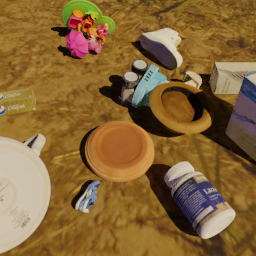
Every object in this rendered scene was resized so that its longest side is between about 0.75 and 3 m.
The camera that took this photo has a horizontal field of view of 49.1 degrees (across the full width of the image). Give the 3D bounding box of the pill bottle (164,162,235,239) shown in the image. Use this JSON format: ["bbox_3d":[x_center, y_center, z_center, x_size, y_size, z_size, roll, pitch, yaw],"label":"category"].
[{"bbox_3d":[1.738,1.761,7.107,1.025,1.025,1.772,-21,50,-19],"label":"pill bottle"}]

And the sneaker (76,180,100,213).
[{"bbox_3d":[-0.986,1.842,7.516,0.402,0.361,0.978,23,58,18],"label":"sneaker"}]

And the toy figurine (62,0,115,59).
[{"bbox_3d":[-1.851,-4.144,12.733,2.562,1.924,2.358,13,57,-21],"label":"toy figurine"}]

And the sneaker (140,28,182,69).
[{"bbox_3d":[1.877,-3.668,12.369,1.566,0.998,2.710,-24,51,-19],"label":"sneaker"}]

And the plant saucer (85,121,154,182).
[{"bbox_3d":[-0.245,0.585,8.486,2.132,0.399,2.132,2,53,-3],"label":"plant saucer"}]

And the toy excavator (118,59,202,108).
[{"bbox_3d":[1.208,-1.508,10.310,2.537,1.267,2.467,27,53,7],"label":"toy excavator"}]

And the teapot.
[{"bbox_3d":[-3.330,1.472,6.685,2.810,2.053,2.774,3,84,-36],"label":"teapot"}]

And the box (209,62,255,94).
[{"bbox_3d":[4.470,-1.881,10.644,2.472,1.016,0.845,-1,46,1],"label":"box"}]

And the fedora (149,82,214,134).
[{"bbox_3d":[1.705,-0.547,9.361,2.281,0.930,2.281,4,52,-5],"label":"fedora"}]

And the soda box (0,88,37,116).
[{"bbox_3d":[-4.243,-0.885,9.934,1.834,0.621,0.587,-12,47,-11],"label":"soda box"}]

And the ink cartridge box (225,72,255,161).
[{"bbox_3d":[4.299,-0.397,8.280,1.711,2.324,1.681,-21,48,-19],"label":"ink cartridge box"}]
